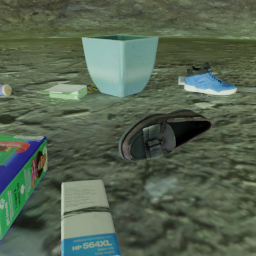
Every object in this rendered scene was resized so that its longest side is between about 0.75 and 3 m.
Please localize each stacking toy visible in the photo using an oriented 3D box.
[{"bbox_3d":[-5.965,-1.725,12.833,1.211,0.517,0.517,1,21,21],"label":"stacking toy"}]

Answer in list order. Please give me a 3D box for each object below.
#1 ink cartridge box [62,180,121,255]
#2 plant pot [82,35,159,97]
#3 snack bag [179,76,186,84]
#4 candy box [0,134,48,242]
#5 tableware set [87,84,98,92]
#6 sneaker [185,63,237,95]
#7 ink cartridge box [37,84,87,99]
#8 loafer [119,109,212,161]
[{"bbox_3d":[-0.527,1.558,3.718,0.648,1.122,1.537,-4,23,-11],"label":"ink cartridge box"},{"bbox_3d":[-0.341,-2.816,12.690,2.467,2.520,2.474,19,29,38],"label":"plant pot"},{"bbox_3d":[3.550,-2.560,15.204,1.594,0.171,1.503,3,23,8],"label":"snack bag"},{"bbox_3d":[-2.927,0.967,5.422,2.059,0.938,2.436,2,23,2],"label":"candy box"},{"bbox_3d":[-1.820,-1.937,13.606,1.368,0.210,0.922,-4,23,-11],"label":"tableware set"},{"bbox_3d":[3.862,-2.334,13.070,2.395,1.332,0.919,12,25,27],"label":"sneaker"},{"bbox_3d":[-2.800,-1.506,12.179,1.418,0.467,1.948,6,23,14],"label":"ink cartridge box"},{"bbox_3d":[1.045,0.115,7.031,2.807,1.009,0.884,-21,23,-38],"label":"loafer"}]
